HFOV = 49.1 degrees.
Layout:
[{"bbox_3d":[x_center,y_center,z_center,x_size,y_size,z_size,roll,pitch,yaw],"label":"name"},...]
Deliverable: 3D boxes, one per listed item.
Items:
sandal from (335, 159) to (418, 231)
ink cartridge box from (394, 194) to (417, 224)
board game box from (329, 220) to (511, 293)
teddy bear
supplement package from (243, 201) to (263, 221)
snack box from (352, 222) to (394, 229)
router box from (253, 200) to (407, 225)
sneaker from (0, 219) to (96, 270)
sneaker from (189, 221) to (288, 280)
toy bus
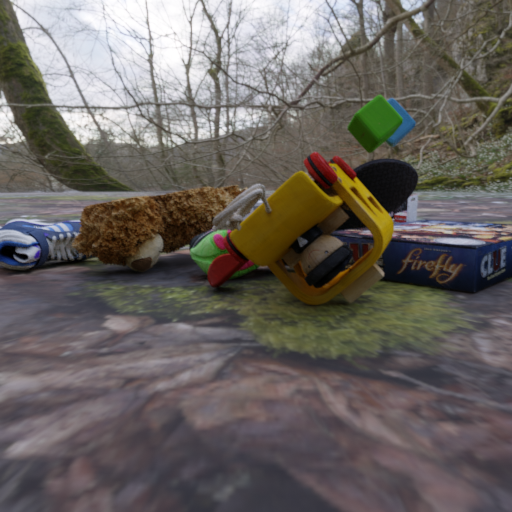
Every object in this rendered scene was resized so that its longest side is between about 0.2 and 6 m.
[{"bbox_3d":[1.620,-0.938,10.212,2.769,1.040,0.624,-34,20,29],"label":"sandal"},{"bbox_3d":[3.128,-0.705,11.774,0.291,1.157,0.630,9,16,33],"label":"ink cartridge box"},{"bbox_3d":[3.263,-0.143,9.747,2.605,0.665,3.846,7,11,41],"label":"board game box"},{"bbox_3d":[-1.463,-0.532,10.107,2.666,1.227,3.677,-10,5,15],"label":"teddy bear"},{"bbox_3d":[-0.405,-0.941,14.320,1.501,0.910,0.899,-8,11,-42],"label":"supplement package"},{"bbox_3d":[2.632,-0.495,12.725,1.315,0.420,2.263,-1,7,30],"label":"snack box"},{"bbox_3d":[1.804,-1.044,12.878,2.988,0.780,2.350,-7,4,32],"label":"router box"},{"bbox_3d":[-3.551,-0.098,9.700,1.973,0.795,1.445,6,20,-13],"label":"sneaker"},{"bbox_3d":[0.158,-0.278,9.374,2.822,1.083,1.182,-4,13,-33],"label":"sneaker"},{"bbox_3d":[0.866,-0.205,7.071,3.129,1.617,2.952,-39,-6,-25],"label":"toy bus"}]
